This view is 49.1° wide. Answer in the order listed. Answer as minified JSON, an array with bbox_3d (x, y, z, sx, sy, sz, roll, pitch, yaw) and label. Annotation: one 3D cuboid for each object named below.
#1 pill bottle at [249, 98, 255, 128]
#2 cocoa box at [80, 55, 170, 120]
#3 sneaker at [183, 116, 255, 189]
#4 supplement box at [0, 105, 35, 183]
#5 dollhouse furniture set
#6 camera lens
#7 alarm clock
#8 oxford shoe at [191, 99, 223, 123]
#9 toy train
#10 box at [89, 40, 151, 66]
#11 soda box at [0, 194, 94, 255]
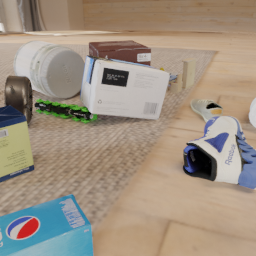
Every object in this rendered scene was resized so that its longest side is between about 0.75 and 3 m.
[{"bbox_3d":[5.191,-0.737,10.005,1.335,1.335,2.412,17,29,34],"label":"pill bottle"},{"bbox_3d":[-0.198,-1.543,10.577,2.768,1.846,1.816,3,19,-26],"label":"cocoa box"},{"bbox_3d":[2.214,0.500,7.480,1.655,1.158,2.866,2,26,-1],"label":"sneaker"},{"bbox_3d":[-3.394,0.459,7.039,1.575,1.573,1.057,-20,31,-37],"label":"supplement box"},{"bbox_3d":[2.170,-2.947,14.791,2.234,1.458,2.109,18,29,35],"label":"dollhouse furniture set"},{"bbox_3d":[-3.756,-2.812,13.337,3.000,2.399,2.399,22,32,38],"label":"camera lens"},{"bbox_3d":[-3.838,-1.057,10.075,0.841,1.704,2.527,-1,20,-16],"label":"alarm clock"},{"bbox_3d":[3.123,-0.833,11.038,0.902,0.693,2.400,-5,22,-3],"label":"oxford shoe"},{"bbox_3d":[-2.448,-0.725,10.980,2.821,0.589,0.795,12,17,26],"label":"toy train"},{"bbox_3d":[-0.471,-2.732,13.187,2.377,2.353,2.865,-6,25,-13],"label":"box"},{"bbox_3d":[-2.023,2.051,4.209,2.917,0.990,0.936,-13,27,-26],"label":"soda box"}]
